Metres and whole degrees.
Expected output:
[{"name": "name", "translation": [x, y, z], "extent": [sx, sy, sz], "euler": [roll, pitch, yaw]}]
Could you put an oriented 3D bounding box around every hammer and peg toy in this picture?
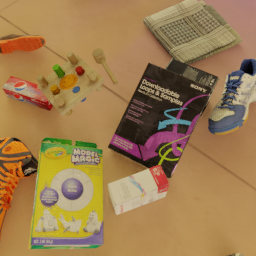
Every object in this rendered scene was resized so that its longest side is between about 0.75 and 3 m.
[{"name": "hammer and peg toy", "translation": [-1.235, -1.301, 7.097], "extent": [1.952, 0.688, 1.435], "euler": [-40, 55, -8]}]

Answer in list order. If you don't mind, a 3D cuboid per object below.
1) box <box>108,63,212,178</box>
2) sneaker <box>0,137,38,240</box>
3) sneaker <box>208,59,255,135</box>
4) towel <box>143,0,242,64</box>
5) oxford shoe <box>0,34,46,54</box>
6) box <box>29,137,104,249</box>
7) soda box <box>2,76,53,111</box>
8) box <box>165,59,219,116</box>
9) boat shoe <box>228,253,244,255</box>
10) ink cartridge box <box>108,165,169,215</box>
[{"name": "box", "translation": [0.789, -0.220, 7.047], "extent": [1.752, 0.442, 2.450], "euler": [25, 88, 15]}, {"name": "sneaker", "translation": [-2.766, 1.275, 6.410], "extent": [1.482, 1.026, 2.645], "euler": [-14, 61, -7]}, {"name": "sneaker", "translation": [2.785, -0.897, 7.459], "extent": [0.964, 1.129, 2.561], "euler": [7, 44, 46]}, {"name": "towel", "translation": [2.182, -3.359, 9.466], "extent": [2.550, 0.440, 2.455], "euler": [-24, 62, -14]}, {"name": "oxford shoe", "translation": [-3.504, -2.860, 9.112], "extent": [1.628, 0.580, 0.593], "euler": [-6, 55, -3]}, {"name": "box", "translation": [-1.319, 1.337, 6.354], "extent": [1.499, 0.618, 2.556], "euler": [8, 57, -20]}, {"name": "soda box", "translation": [-2.817, -0.999, 8.068], "extent": [1.446, 0.459, 0.506], "euler": [17, 61, 11]}, {"name": "box", "translation": [1.631, -1.117, 7.800], "extent": [1.404, 1.039, 0.732], "euler": [27, 63, 14]}, {"name": "boat shoe", "translation": [2.267, 3.341, 5.627], "extent": [0.470, 0.544, 1.498], "euler": [-25, 59, 36]}, {"name": "ink cartridge box", "translation": [0.227, 1.422, 6.367], "extent": [1.272, 0.939, 0.545], "euler": [-17, 61, -10]}]
